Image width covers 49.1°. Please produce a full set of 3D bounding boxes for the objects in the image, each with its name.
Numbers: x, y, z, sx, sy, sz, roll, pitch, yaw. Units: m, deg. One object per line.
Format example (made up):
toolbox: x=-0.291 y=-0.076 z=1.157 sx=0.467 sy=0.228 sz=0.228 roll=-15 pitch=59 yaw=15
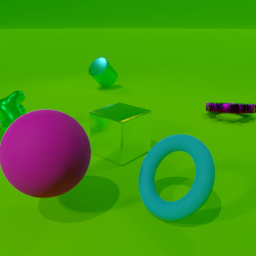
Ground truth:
ball: x=-1.081 y=0.335 z=3.741 sx=1.169 sy=1.169 sz=1.169 roll=0 pitch=21 yaw=0
cube: x=-0.149 y=0.078 z=5.725 sx=0.908 sy=0.908 sz=0.908 roll=18 pitch=27 yaw=38
cow figurine: x=-2.299 y=-0.014 z=5.493 sx=1.170 sy=1.189 sz=0.652 roll=-37 pitch=7 yaw=-14
gear: x=2.885 y=-0.574 z=7.882 sx=1.314 sy=0.243 sz=1.314 roll=1 pitch=7 yaw=0
cylinder: x=-0.970 y=-2.160 z=11.016 sx=0.862 sy=0.862 sz=0.862 roll=16 pitch=-16 yaw=36
ring: x=0.648 y=0.673 z=3.974 sx=0.247 sy=1.236 sz=1.236 roll=29 pitch=-1 yaw=-40
